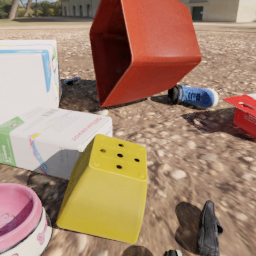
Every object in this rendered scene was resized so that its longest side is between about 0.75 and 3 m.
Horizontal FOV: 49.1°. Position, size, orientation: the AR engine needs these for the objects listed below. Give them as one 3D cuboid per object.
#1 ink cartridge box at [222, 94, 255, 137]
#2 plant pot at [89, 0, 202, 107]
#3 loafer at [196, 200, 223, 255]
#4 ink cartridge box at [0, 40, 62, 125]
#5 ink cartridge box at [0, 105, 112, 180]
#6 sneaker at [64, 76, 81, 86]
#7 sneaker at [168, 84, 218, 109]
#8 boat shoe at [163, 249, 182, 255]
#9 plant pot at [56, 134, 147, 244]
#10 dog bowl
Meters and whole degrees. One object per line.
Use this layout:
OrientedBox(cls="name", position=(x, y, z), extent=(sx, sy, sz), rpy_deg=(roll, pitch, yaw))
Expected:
OrientedBox(cls="ink cartridge box", position=(4.255, -0.338, 7.966), extent=(2.818, 0.947, 1.637), rpy_deg=(-8, 26, -16))
OrientedBox(cls="plant pot", position=(0.526, -2.559, 8.858), extent=(2.606, 2.958, 2.955), rpy_deg=(-3, -17, -24))
OrientedBox(cls="loafer", position=(1.334, 1.600, 4.502), extent=(0.376, 0.363, 1.070), rpy_deg=(12, 31, 14))
OrientedBox(cls="ink cartridge box", position=(-3.509, -1.660, 9.370), extent=(2.162, 2.172, 2.960), rpy_deg=(-4, 25, -7))
OrientedBox(cls="ink cartridge box", position=(-1.666, 0.279, 6.607), extent=(2.230, 0.976, 1.620), rpy_deg=(8, 26, 19))
OrientedBox(cls="sneaker", position=(-2.431, -2.061, 12.564), extent=(0.800, 0.311, 0.560), rpy_deg=(-20, 31, -18))
OrientedBox(cls="sneaker", position=(2.151, -1.112, 9.856), extent=(1.093, 0.754, 1.964), rpy_deg=(-5, 21, -25))
OrientedBox(cls="boat shoe", position=(0.263, 2.049, 3.191), extent=(0.548, 0.617, 1.652), rpy_deg=(17, 37, 7))
OrientedBox(cls="plant pot", position=(-0.288, 0.857, 4.502), extent=(1.280, 1.129, 1.280), rpy_deg=(16, 32, -8))
OrientedBox(cls="dog bowl", position=(-2.084, 1.508, 4.342), extent=(1.714, 0.632, 1.714), rpy_deg=(-1, 24, 0))
